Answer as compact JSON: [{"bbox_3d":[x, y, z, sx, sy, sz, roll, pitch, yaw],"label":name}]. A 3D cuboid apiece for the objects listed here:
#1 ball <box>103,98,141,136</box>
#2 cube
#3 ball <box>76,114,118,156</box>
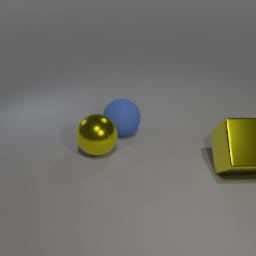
[{"bbox_3d":[-0.228,-0.400,10.469,1.400,1.400,1.400,0,30,0],"label":"ball"},{"bbox_3d":[3.378,0.562,8.226,1.400,1.400,1.400,-1,74,-1],"label":"cube"},{"bbox_3d":[-1.033,0.224,9.361,1.400,1.400,1.400,0,30,0],"label":"ball"}]
